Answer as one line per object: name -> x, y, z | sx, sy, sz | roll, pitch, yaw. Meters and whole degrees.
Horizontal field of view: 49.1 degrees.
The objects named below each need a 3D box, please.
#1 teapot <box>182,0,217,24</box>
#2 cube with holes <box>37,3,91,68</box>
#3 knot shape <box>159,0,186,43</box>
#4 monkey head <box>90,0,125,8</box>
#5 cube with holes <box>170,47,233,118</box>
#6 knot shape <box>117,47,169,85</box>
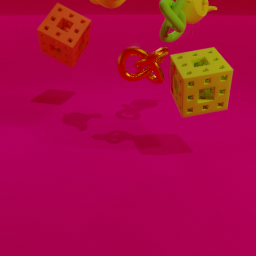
teapot -> 1.996, -3.642, 8.292 | 1.684, 1.047, 0.824 | -7, 8, -43
cube with holes -> -2.214, -3.218, 9.881 | 1.299, 1.299, 1.299 | 27, 69, -1
knot shape -> 1.222, -3.056, 7.616 | 0.693, 1.499, 1.403 | 5, 25, 12
monkey head -> -0.213, -3.247, 6.592 | 1.250, 1.047, 1.737 | 27, 1, -34
cube with holes -> 1.609, -1.046, 6.403 | 1.045, 1.045, 1.045 | -10, 42, -2
knot shape -> 0.325, -1.467, 6.548 | 1.157, 1.237, 0.571 | 2, 64, -6
